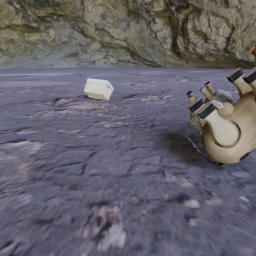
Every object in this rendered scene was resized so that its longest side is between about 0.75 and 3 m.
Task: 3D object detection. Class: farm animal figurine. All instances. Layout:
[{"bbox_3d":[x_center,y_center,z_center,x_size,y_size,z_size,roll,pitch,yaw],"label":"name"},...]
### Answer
[{"bbox_3d":[2.192,-0.284,4.128,2.708,1.428,2.739,-34,11,22],"label":"farm animal figurine"}]

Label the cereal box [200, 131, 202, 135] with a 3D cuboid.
[{"bbox_3d":[2.169,-0.061,6.314,0.943,0.186,0.679,-24,-4,-8],"label":"cereal box"}]

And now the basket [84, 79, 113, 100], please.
[{"bbox_3d":[-1.308,-1.690,12.360,1.076,0.664,0.729,12,-17,23],"label":"basket"}]
